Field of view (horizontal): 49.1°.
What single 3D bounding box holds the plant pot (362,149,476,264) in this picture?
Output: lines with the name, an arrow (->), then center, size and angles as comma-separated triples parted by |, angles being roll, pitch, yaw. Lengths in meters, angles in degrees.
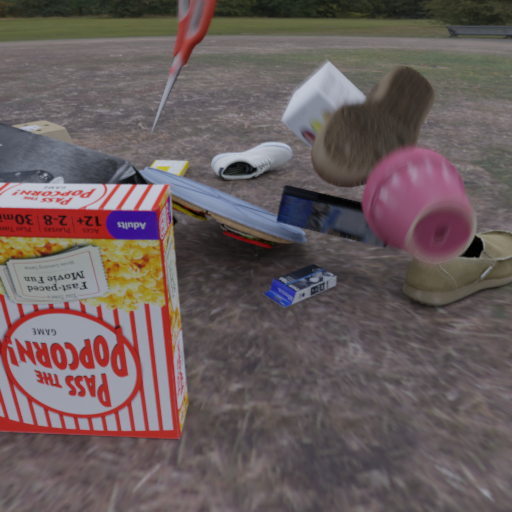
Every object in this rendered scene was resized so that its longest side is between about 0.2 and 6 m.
plant pot -> 2.008, -0.517, 6.690 | 1.248, 1.248, 1.117 | -3, 29, -6

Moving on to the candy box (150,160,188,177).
candy box -> -2.216, -1.981, 13.598 | 0.855, 0.221, 1.674 | 5, 27, 3

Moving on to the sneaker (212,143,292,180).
sneaker -> -0.033, -2.212, 13.663 | 2.046, 0.747, 0.724 | -16, 40, -12

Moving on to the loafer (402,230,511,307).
loafer -> 3.423, 0.010, 8.878 | 2.675, 0.902, 1.017 | -21, 33, -35

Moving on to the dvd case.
dvd case -> 1.274, -0.586, 8.645 | 1.870, 0.164, 1.334 | 13, -16, 1

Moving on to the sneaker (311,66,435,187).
sneaker -> 1.722, -1.716, 8.554 | 1.215, 1.303, 3.449 | 42, 48, 5

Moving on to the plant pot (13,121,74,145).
plant pot -> -4.964, -2.227, 12.762 | 1.610, 1.425, 1.608 | -23, 34, -39

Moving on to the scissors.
scissors -> -0.827, -2.062, 6.034 | 0.127, 1.827, 0.668 | -1, 34, -38

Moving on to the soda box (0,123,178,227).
soda box -> -3.763, -1.015, 9.620 | 4.790, 1.517, 1.695 | 20, 64, 35

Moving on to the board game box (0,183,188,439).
board game box -> -1.811, 0.624, 5.643 | 2.057, 2.716, 0.629 | 1, 29, 3

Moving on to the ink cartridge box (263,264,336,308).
ink cartridge box -> 0.688, 0.452, 8.791 | 1.097, 0.215, 0.546 | -21, 34, -34

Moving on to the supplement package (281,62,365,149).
supplement package -> 1.557, -2.465, 10.468 | 1.831, 1.041, 1.003 | 37, 49, -18

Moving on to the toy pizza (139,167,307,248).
toy pizza -> -0.599, -0.752, 9.745 | 3.103, 0.492, 3.103 | 22, 9, -4
